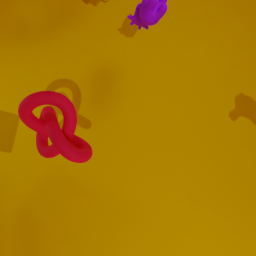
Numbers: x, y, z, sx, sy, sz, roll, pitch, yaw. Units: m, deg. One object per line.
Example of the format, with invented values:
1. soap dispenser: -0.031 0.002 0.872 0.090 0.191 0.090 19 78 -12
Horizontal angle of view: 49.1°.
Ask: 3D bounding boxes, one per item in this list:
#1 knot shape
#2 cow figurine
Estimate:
1. knot shape: -1.572 -0.050 5.881 1.796 1.681 0.830 22 51 34
2. cow figurine: 0.433 -2.615 6.449 0.615 1.102 1.120 24 43 -20
